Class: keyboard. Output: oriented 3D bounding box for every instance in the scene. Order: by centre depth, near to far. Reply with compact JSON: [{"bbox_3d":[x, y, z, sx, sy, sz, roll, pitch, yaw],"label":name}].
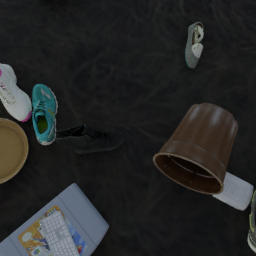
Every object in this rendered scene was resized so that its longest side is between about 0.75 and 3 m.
[{"bbox_3d":[-1.732,3.500,7.786,0.645,0.122,2.291,-27,75,-8],"label":"keyboard"}]

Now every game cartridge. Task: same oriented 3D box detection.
[{"bbox_3d":[-2.131,3.322,8.179,2.981,0.619,1.985,-40,72,-12],"label":"game cartridge"}]

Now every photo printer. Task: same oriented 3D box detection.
[{"bbox_3d":[3.290,1.960,8.682,1.074,0.373,0.894,27,74,8],"label":"photo printer"}]

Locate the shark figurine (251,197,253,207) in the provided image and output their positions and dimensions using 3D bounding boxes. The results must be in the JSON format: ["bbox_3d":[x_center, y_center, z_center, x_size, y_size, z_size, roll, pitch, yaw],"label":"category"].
[{"bbox_3d":[4.554,2.765,8.386,1.956,1.168,0.816,20,37,32],"label":"shark figurine"}]

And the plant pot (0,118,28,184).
[{"bbox_3d":[-4.318,0.765,9.103,2.229,0.306,2.229,0,72,-1],"label":"plant pot"}]

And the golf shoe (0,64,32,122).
[{"bbox_3d":[-4.050,-1.219,9.258,0.896,1.089,2.379,-38,74,8],"label":"golf shoe"}]

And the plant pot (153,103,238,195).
[{"bbox_3d":[2.148,0.522,8.379,2.121,2.121,2.100,27,66,8],"label":"plant pot"}]

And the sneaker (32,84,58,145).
[{"bbox_3d":[-2.769,-0.527,9.220,0.839,0.862,2.164,-11,72,-4],"label":"sneaker"}]

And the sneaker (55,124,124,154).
[{"bbox_3d":[-1.173,0.289,8.792,2.005,1.046,0.602,-13,49,1],"label":"sneaker"}]

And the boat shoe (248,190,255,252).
[{"bbox_3d":[4.161,2.051,7.984,1.077,0.901,3.014,13,52,30],"label":"boat shoe"}]

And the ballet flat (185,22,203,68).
[{"bbox_3d":[2.434,-3.037,10.098,0.609,0.575,1.806,19,68,-31],"label":"ballet flat"}]
